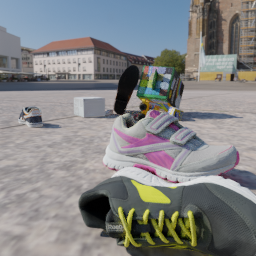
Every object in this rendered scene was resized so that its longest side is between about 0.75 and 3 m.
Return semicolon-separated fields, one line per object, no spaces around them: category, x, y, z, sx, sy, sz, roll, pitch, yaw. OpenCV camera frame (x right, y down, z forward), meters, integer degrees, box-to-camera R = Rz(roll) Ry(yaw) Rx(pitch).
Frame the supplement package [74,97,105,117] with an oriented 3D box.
supplement package;-1.876;-1.041;13.616;1.160;0.892;1.213;-6;11;-31

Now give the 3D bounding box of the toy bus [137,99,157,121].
toy bus;0.861;-0.598;11.016;0.929;0.968;0.657;8;13;5

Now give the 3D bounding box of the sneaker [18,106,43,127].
sneaker;-3.801;-0.495;10.961;0.737;0.746;1.878;-9;12;-36

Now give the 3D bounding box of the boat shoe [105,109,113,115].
boat shoe;-1.001;-0.822;14.220;0.291;0.264;0.792;4;10;22

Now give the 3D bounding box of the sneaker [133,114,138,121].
sneaker;0.662;-0.460;11.772;0.946;0.381;0.353;7;10;39

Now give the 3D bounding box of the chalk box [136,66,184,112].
chalk box;1.555;-2.007;13.927;1.671;1.682;2.695;10;-12;28

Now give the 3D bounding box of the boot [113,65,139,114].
boot;-0.119;-2.048;14.851;0.939;2.582;2.743;11;11;-4

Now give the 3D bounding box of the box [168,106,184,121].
box;2.093;-0.665;12.487;0.416;0.453;1.294;18;9;-3

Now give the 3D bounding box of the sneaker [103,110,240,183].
sneaker;0.683;0.262;5.189;2.606;1.149;1.060;4;11;24

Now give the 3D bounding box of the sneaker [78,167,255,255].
sneaker;0.312;0.942;2.801;0.904;0.796;2.137;-17;9;-41
